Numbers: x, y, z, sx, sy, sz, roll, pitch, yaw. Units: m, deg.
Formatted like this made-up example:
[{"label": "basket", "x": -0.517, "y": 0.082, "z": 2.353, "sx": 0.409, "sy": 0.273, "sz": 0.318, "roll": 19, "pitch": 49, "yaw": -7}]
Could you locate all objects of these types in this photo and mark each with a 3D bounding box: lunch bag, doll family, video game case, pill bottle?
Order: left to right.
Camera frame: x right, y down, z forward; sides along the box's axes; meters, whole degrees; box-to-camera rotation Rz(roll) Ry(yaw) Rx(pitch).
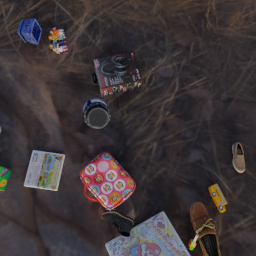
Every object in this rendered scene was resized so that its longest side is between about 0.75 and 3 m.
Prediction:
[{"label": "video game case", "x": -3.226, "y": 1.634, "z": 10.868, "sx": 1.286, "sy": 0.162, "sz": 1.413, "roll": 8, "pitch": 71, "yaw": 3}, {"label": "doll family", "x": -3.168, "y": -3.844, "z": 12.530, "sx": 0.741, "sy": 0.538, "sz": 1.194, "roll": -12, "pitch": 90, "yaw": -11}, {"label": "pill bottle", "x": -1.061, "y": -0.485, "z": 9.471, "sx": 0.896, "sy": 1.602, "sz": 0.896, "roll": -2, "pitch": 104, "yaw": -9}, {"label": "lunch bag", "x": -0.831, "y": 2.038, "z": 10.400, "sx": 1.682, "sy": 0.782, "sz": 1.909, "roll": -39, "pitch": 76, "yaw": -12}, {"label": "video game case", "x": 0.839, "y": 4.529, "z": 9.407, "sx": 2.411, "sy": 0.303, "sz": 2.649, "roll": -27, "pitch": 54, "yaw": -9}]

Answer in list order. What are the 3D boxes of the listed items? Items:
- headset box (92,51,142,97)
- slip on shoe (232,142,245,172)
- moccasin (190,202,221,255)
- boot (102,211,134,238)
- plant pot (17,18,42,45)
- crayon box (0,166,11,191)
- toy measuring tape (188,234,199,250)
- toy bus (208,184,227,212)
[{"label": "headset box", "x": -0.531, "y": -2.260, "z": 11.812, "sx": 1.966, "sy": 0.759, "sz": 1.463, "roll": -12, "pitch": 72, "yaw": -6}, {"label": "slip on shoe", "x": 4.343, "y": 1.130, "z": 10.923, "sx": 0.445, "sy": 0.355, "sz": 1.172, "roll": 2, "pitch": 72, "yaw": 1}, {"label": "moccasin", "x": 2.717, "y": 3.677, "z": 9.848, "sx": 0.783, "sy": 0.827, "sz": 2.141, "roll": -7, "pitch": 72, "yaw": -2}, {"label": "boot", "x": -0.406, "y": 3.398, "z": 9.901, "sx": 1.184, "sy": 0.819, "sz": 0.459, "roll": 10, "pitch": 110, "yaw": 4}, {"label": "plant pot", "x": -4.397, "y": -4.304, "z": 12.466, "sx": 0.742, "sy": 0.825, "sz": 0.825, "roll": 6, "pitch": 72, "yaw": 8}, {"label": "crayon box", "x": -6.064, "y": 1.523, "z": 10.053, "sx": 2.969, "sy": 1.763, "sz": 0.865, "roll": 10, "pitch": 73, "yaw": 3}, {"label": "toy measuring tape", "x": 2.316, "y": 3.979, "z": 9.898, "sx": 0.300, "sy": 0.300, "sz": 0.816, "roll": 15, "pitch": 116, "yaw": 5}, {"label": "toy bus", "x": 3.369, "y": 2.620, "z": 10.461, "sx": 0.390, "sy": 0.324, "sz": 0.997, "roll": -22, "pitch": 73, "yaw": -8}]
